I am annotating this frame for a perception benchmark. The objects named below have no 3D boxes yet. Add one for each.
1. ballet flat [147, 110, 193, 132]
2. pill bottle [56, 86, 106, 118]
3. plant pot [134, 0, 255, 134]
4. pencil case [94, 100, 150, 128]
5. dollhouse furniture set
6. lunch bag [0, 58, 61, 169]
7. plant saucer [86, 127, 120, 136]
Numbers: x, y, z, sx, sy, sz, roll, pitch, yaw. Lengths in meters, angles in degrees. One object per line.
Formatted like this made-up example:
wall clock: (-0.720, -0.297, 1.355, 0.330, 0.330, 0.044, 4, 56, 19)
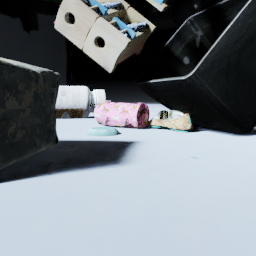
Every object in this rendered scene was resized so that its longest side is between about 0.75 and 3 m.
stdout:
ballet flat: (1.111, -0.225, 7.591, 0.581, 0.538, 1.648, -5, 8, -38)
pill bottle: (-2.180, -1.098, 11.864, 2.354, 1.346, 1.346, -1, 6, -14)
plant pot: (2.201, -1.319, 7.025, 2.352, 2.645, 2.652, 44, -12, -21)
pencil case: (-0.186, -0.410, 8.179, 1.729, 0.748, 0.716, 7, 25, 38)
dollhouse furniture set: (-0.125, -3.021, 6.392, 1.784, 2.546, 1.794, 39, 39, 2)
lunch bag: (-2.471, -0.266, 3.763, 2.500, 1.470, 2.051, 5, 7, 6)
plant saucer: (-0.592, 0.070, 6.713, 0.812, 0.146, 0.812, 0, 7, 0)
